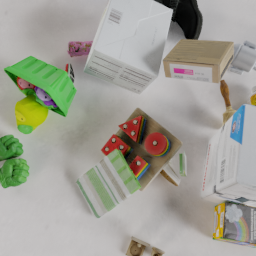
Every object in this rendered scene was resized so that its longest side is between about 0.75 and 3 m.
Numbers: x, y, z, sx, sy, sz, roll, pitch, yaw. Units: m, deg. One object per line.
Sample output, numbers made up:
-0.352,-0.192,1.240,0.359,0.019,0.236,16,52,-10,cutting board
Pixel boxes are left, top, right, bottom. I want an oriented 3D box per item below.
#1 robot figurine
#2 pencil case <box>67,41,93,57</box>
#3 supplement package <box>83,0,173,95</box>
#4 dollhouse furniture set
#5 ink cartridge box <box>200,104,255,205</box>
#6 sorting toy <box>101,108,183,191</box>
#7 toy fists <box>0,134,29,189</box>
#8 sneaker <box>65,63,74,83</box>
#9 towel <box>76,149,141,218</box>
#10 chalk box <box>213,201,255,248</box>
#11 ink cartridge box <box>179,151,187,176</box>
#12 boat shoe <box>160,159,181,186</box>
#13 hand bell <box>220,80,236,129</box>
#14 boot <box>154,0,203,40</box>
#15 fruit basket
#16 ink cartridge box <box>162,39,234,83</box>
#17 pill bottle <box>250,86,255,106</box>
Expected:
4.394,-2.676,10.696,1.483,0.837,1.258,28,99,11,robot figurine
-1.585,-3.105,10.995,1.533,0.663,0.634,-1,98,0,pencil case
0.016,-3.141,10.105,2.296,1.635,2.949,20,67,-14,supplement package
0.457,4.003,7.794,1.375,1.178,1.446,22,70,9,dollhouse furniture set
3.190,0.964,8.081,1.256,2.926,2.143,13,69,4,ink cartridge box
0.304,0.583,8.897,2.006,0.698,1.994,41,94,28,sorting toy
-3.887,1.058,9.302,0.929,0.627,1.823,-22,68,-9,toy fists
-2.421,-1.765,10.477,0.665,0.603,1.566,3,68,6,sneaker
-0.630,1.739,8.683,1.930,0.296,1.439,-39,73,21,towel
3.530,2.926,8.312,1.711,1.059,1.064,11,67,4,chalk box
1.650,1.069,8.476,0.210,0.877,0.638,-4,68,17,ink cartridge box
1.145,0.997,9.275,0.694,0.709,2.002,-36,71,-13,boat shoe
3.439,-0.823,9.682,0.901,0.901,1.731,-11,83,-4,hand bell
1.814,-4.495,11.315,1.977,0.995,2.644,1,57,-7,boot
-3.195,-1.010,9.527,2.462,1.775,2.462,-6,58,10,fruit basket
2.196,-2.123,8.728,1.781,0.669,1.468,14,49,31,ink cartridge box
4.776,-0.939,10.089,0.650,0.650,1.153,2,67,1,pill bottle
